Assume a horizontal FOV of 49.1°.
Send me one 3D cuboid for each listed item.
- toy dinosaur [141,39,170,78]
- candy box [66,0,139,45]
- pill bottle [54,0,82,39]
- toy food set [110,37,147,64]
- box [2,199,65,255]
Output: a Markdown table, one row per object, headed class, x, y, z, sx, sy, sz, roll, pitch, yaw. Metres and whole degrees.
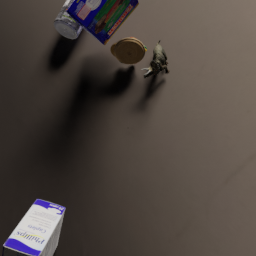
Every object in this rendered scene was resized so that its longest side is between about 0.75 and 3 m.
| class | x | y | z | sx | sy | sz | roll | pitch | yaw |
| --- | --- | --- | --- | --- | --- | --- | --- | --- | --- |
| toy dinosaur | 0.846 | -1.854 | 7.475 | 0.530 | 0.704 | 1.377 | 11 | 74 | 23 |
| candy box | -0.529 | -2.931 | 6.794 | 0.676 | 1.756 | 1.485 | 41 | 99 | 3 |
| pill bottle | -1.471 | -3.308 | 7.955 | 0.749 | 0.749 | 1.410 | 22 | 74 | 7 |
| toy food set | 0.037 | -2.044 | 7.478 | 0.875 | 0.866 | 0.213 | -29 | 41 | 33 |
| box | -1.879 | 2.342 | 5.612 | 0.682 | 1.300 | 1.196 | 17 | 116 | 2 |
